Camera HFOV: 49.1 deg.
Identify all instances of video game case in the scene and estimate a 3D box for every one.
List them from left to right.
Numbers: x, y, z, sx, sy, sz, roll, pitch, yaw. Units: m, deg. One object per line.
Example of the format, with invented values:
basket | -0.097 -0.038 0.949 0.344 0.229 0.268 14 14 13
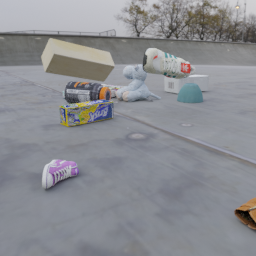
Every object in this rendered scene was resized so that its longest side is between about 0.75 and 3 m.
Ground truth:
video game case | -1.310 -2.280 17.019 2.538 0.454 2.300 12 20 36

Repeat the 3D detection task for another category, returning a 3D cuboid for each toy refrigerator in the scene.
toy refrigerator | -1.484 -2.024 8.463 2.009 0.762 0.703 3 55 -37

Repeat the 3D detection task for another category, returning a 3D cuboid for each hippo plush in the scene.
hippo plush | 0.347 -2.445 15.000 2.320 1.866 1.848 11 19 34

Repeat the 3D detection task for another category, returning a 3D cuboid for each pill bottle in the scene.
pill bottle | -1.909 -1.643 13.569 2.143 1.138 1.138 7 17 22

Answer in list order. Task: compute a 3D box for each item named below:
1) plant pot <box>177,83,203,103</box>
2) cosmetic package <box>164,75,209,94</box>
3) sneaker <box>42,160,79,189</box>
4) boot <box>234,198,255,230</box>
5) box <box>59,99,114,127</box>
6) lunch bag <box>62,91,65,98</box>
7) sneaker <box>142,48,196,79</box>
plant pot | 3.291 -1.876 14.784 1.352 0.911 1.352 -1 16 0
cosmetic package | 3.744 -2.828 17.869 2.539 1.030 1.433 -11 17 -30
sneaker | -1.385 0.931 5.886 0.638 0.406 1.120 4 16 1
boot | 2.296 1.358 4.310 0.843 0.416 1.086 -8 16 -29
box | -1.533 -0.601 10.639 2.036 0.713 0.655 -13 21 -38
lunch bag | -3.151 -1.915 15.778 1.122 0.433 0.900 -5 17 -17
sneaker | 1.685 -2.450 10.804 1.297 0.976 2.773 11 6 35
